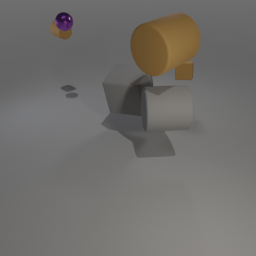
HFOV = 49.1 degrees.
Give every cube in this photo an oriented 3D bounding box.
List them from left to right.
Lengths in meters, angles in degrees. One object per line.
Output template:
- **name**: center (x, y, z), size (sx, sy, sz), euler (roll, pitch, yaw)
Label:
- **cube**: center (0.068, -1.455, 10.501), size (1.400, 1.400, 1.400), euler (8, 45, 22)
- **cube**: center (2.386, -2.429, 11.853), size (0.700, 0.700, 0.700), euler (4, 19, 16)

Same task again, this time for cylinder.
- **cylinder**: center (-2.966, -4.358, 12.434), size (0.700, 0.700, 0.700), euler (31, 41, 34)
- **cylinder**: center (1.031, -2.319, 7.742), size (1.400, 1.400, 1.400), euler (-32, 42, -33)
- **cylinder**: center (1.181, -0.608, 8.747), size (1.400, 1.400, 1.400), euler (-3, 30, -4)

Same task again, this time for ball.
- **ball**: center (-2.509, -4.179, 11.015), size (0.700, 0.700, 0.700), euler (0, 30, 0)
